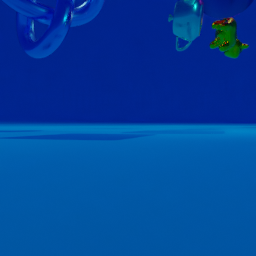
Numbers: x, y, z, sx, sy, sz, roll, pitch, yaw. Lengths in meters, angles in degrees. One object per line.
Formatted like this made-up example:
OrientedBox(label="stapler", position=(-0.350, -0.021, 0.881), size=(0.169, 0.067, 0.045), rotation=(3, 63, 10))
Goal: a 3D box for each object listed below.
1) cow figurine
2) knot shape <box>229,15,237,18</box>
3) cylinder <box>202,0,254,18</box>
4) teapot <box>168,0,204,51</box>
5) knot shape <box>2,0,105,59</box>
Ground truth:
OrientedBox(label="cow figurine", position=(2.483, -2.197, 6.804), size=(1.050, 1.067, 0.586), rotation=(-25, 38, -25))
OrientedBox(label="knot shape", position=(2.447, -3.239, 6.315), size=(1.380, 1.475, 0.682), rotation=(-7, 22, -34))
OrientedBox(label="cylinder", position=(1.740, -2.793, 4.974), size=(1.227, 1.227, 1.227), rotation=(0, -3, 18))
OrientedBox(label="teapot", position=(0.894, -1.739, 4.354), size=(0.523, 1.068, 0.664), rotation=(9, 25, 15))
OrientedBox(label="knot shape", position=(-1.328, -2.426, 5.045), size=(1.945, 2.078, 0.960), rotation=(-21, 2, 0))
